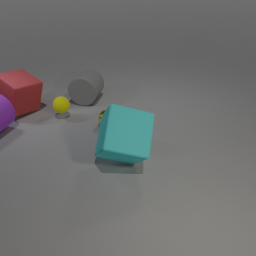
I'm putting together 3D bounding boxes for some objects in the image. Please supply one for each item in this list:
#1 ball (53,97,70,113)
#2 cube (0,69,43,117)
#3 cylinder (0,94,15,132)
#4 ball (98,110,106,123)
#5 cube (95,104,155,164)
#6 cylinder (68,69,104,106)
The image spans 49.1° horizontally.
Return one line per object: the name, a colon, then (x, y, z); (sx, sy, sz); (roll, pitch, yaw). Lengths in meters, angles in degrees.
ball: (-2.838, -0.988, 11.910); (0.700, 0.700, 0.700); (0, 30, 0)
cube: (-4.778, -1.561, 12.235); (1.400, 1.400, 1.400); (33, 36, 22)
cylinder: (-5.313, -0.428, 10.680); (1.400, 1.400, 1.400); (9, 34, 15)
ball: (-0.862, -0.387, 11.353); (0.700, 0.700, 0.700); (0, 30, 0)
cube: (-0.136, 0.239, 8.678); (1.400, 1.400, 1.400); (12, -16, -14)
cylinder: (-2.000, -1.988, 13.551); (1.400, 1.400, 1.400); (6, 31, 10)
